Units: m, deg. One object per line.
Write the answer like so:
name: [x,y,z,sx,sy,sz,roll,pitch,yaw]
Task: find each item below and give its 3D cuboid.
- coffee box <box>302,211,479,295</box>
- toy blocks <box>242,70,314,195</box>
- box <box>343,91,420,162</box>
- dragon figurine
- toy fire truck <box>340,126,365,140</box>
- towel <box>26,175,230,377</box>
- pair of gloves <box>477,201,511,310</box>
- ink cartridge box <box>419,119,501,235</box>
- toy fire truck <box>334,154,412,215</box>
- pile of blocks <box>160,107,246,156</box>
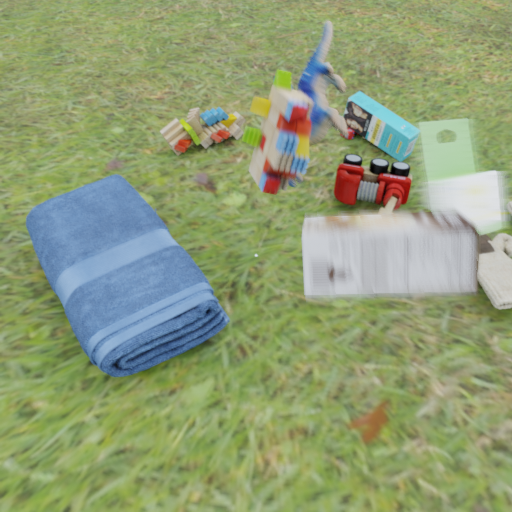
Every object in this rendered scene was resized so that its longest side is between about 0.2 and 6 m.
coffee box: [1.264,-0.041,5.523,1.580,0.630,0.904,-2,14,7]
toy blocks: [0.434,-1.741,8.733,0.974,1.949,1.332,8,27,-19]
box: [2.958,-3.103,13.413,1.851,0.762,0.455,40,59,22]
dragon figurine: [0.786,-2.756,9.970,1.462,2.941,0.865,-4,-1,24]
toy fire truck: [2.689,-3.106,13.999,1.010,0.246,0.712,-27,51,-24]
towel: [-2.475,0.239,10.060,2.322,1.010,4.160,-24,50,-22]
pair of gloves: [5.049,-0.065,10.715,3.047,0.534,2.591,-12,42,-16]
ink cartridge box: [2.865,-1.087,7.798,1.200,1.649,0.396,-14,9,-37]
toy fire truck: [2.338,-1.167,11.598,1.557,1.138,1.768,12,36,11]
pile of blocks: [-1.150,-3.038,13.461,2.214,0.909,0.688,-24,49,-23]
